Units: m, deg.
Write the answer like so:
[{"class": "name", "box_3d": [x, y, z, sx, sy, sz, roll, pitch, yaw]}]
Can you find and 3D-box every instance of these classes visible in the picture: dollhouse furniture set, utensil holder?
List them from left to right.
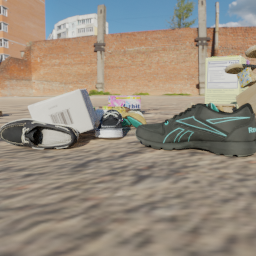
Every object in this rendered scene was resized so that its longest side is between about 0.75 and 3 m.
[{"class": "utensil holder", "box_3d": [-0.842, -0.389, 10.818, 0.762, 0.648, 0.648, 5, 9, 12]}, {"class": "dollhouse furniture set", "box_3d": [2.735, -0.531, 6.996, 1.520, 2.146, 2.336, -2, -20, -22]}]

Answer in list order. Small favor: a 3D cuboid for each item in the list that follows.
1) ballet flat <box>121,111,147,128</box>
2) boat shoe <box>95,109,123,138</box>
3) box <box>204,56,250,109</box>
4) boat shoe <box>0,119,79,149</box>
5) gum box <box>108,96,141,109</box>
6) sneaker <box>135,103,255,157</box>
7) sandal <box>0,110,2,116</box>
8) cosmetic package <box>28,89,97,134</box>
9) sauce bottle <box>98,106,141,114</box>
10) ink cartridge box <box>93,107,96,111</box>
[{"class": "ballet flat", "box_3d": [0.199, -0.380, 10.194, 0.608, 0.662, 1.929, -49, 27, -17]}, {"class": "boat shoe", "box_3d": [-0.517, -0.182, 8.701, 0.834, 0.789, 2.326, 1, 8, 5]}, {"class": "box", "box_3d": [3.827, -1.359, 10.766, 1.229, 2.543, 2.237, 5, 10, 30]}, {"class": "boat shoe", "box_3d": [-2.169, 0.181, 6.684, 1.916, 0.708, 0.578, 7, 6, -2]}, {"class": "gum box", "box_3d": [-0.145, -1.261, 15.444, 1.819, 1.032, 0.602, -3, 8, -18]}, {"class": "sneaker", "box_3d": [1.529, -0.043, 6.627, 2.870, 1.138, 1.082, 2, 10, 25]}, {"class": "sandal", "box_3d": [-7.033, -0.951, 13.792, 0.986, 0.884, 2.688, 0, 8, -1]}, {"class": "cosmetic package", "box_3d": [-1.787, -0.438, 8.309, 1.445, 1.139, 2.685, -19, 10, -3]}, {"class": "sauce bottle", "box_3d": [-0.397, -0.708, 12.979, 1.990, 0.644, 0.644, -2, 8, -7]}, {"class": "ink cartridge box", "box_3d": [-2.148, -0.771, 13.932, 0.854, 0.484, 1.165, 1, 8, 6]}]
